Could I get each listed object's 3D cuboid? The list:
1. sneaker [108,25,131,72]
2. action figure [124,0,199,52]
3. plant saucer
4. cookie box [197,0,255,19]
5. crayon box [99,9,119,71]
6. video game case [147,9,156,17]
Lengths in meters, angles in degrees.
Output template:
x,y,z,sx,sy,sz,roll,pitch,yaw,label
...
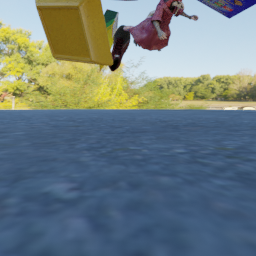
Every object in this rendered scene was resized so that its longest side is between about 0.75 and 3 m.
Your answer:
x,y,z,sx,sy,sz,roll,pitch,yaw,label
-0.294,-2.721,9.835,0.626,1.653,0.955,13,25,-8,sneaker
1.007,-3.253,8.287,1.376,1.529,2.054,-27,-17,-33,action figure
-1.379,-2.314,6.669,1.847,1.847,0.448,13,43,28,plant saucer
2.497,-3.619,6.899,1.631,0.717,1.907,23,1,-12,cookie box
-0.955,-3.419,10.993,0.532,2.093,1.328,18,-27,2,crayon box
0.955,-4.257,10.932,1.101,0.126,1.003,-38,-5,-38,video game case
